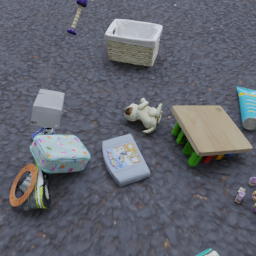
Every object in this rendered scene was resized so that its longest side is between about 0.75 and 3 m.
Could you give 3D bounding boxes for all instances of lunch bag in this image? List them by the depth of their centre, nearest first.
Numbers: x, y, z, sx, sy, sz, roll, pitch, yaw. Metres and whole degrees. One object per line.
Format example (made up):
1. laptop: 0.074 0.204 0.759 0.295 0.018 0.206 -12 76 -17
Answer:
1. lunch bag: -2.418 0.876 10.087 1.944 0.749 1.559 3 32 -48

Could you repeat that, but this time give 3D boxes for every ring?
1. ring: -3.507 1.924 9.459 1.495 0.143 1.495 -27 45 31

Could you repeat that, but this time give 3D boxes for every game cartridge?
1. game cartridge: -0.184 1.155 10.567 1.381 0.431 2.074 -13 48 -17

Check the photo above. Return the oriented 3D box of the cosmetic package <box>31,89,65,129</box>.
1. cosmetic package: -2.092 -0.525 7.407 0.723 0.611 1.354 8 21 -15

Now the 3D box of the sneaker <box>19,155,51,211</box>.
1. sneaker: -3.284 1.828 9.667 0.918 0.838 2.267 -18 44 -4

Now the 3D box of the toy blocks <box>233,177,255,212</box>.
1. toy blocks: 4.478 2.047 9.197 1.369 1.153 1.280 28 54 24

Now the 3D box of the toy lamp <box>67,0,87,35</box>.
1. toy lamp: -1.708 -3.874 9.554 0.390 0.390 1.339 19 91 17

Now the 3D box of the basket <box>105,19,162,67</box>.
1. basket: 0.327 -4.510 14.925 2.700 1.665 1.830 12 49 12

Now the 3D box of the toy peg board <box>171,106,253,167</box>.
1. toy peg board: 3.032 0.336 11.011 2.402 1.180 2.412 -2 47 -23

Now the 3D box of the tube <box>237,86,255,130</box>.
1. tube: 5.397 -1.001 12.457 1.035 0.673 2.672 18 43 3

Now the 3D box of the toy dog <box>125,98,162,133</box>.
1. toy dog: 0.589 -0.526 11.830 1.482 1.034 1.437 17 80 14

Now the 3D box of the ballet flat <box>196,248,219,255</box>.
1. ballet flat: 1.450 4.098 7.525 2.546 0.963 0.814 -19 68 -12

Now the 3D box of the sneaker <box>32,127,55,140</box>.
1. sneaker: -3.479 0.116 11.404 0.939 0.542 0.379 -17 48 -15
